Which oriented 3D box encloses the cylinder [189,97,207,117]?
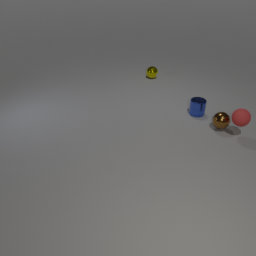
[{"bbox_3d":[3.122,-0.941,12.557,0.700,0.700,0.700,0,33,0],"label":"cylinder"}]

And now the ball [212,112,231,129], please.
[{"bbox_3d":[3.796,-0.312,11.386,0.700,0.700,0.700,0,31,0],"label":"ball"}]

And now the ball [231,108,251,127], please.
[{"bbox_3d":[4.356,-0.402,10.781,0.700,0.700,0.700,0,31,0],"label":"ball"}]

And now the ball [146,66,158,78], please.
[{"bbox_3d":[1.413,-3.250,16.356,0.700,0.700,0.700,0,31,0],"label":"ball"}]
